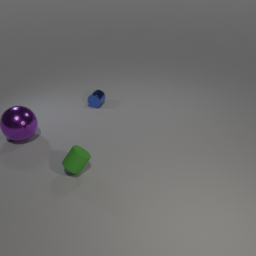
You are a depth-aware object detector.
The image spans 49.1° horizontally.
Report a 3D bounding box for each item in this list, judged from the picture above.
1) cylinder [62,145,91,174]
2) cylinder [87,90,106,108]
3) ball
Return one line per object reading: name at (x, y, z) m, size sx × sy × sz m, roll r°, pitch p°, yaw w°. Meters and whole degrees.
cylinder at (-1.696, 1.040, 9.243) m, size 0.700 × 0.700 × 0.700 m, roll 35°, pitch 9°, yaw -6°
cylinder at (-1.551, -1.448, 13.843) m, size 0.700 × 0.700 × 0.700 m, roll 9°, pitch 32°, yaw 14°
ball at (-4.283, -0.180, 11.016) m, size 1.400 × 1.400 × 1.400 m, roll 0°, pitch 31°, yaw 0°
